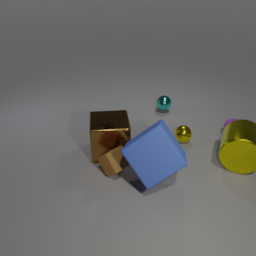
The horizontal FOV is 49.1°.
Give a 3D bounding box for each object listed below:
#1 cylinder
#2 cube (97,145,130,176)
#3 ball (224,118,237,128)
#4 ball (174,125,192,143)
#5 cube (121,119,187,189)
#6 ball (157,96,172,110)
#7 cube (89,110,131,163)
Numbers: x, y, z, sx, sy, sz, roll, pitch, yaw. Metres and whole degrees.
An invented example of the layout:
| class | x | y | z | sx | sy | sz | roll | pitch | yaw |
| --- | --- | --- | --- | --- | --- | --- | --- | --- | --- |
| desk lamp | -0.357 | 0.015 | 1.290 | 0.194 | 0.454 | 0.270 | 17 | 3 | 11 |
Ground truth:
| class | x | y | z | sx | sy | sz | roll | pitch | yaw |
| --- | --- | --- | --- | --- | --- | --- | --- | --- | --- |
| cylinder | 3.946 | 0.623 | 9.729 | 1.400 | 1.400 | 1.400 | 11 | 34 | 18 |
| cube | -0.449 | 1.087 | 9.230 | 0.700 | 0.700 | 0.700 | -28 | -1 | -35 |
| ball | 4.303 | -0.041 | 11.494 | 0.700 | 0.700 | 0.700 | 0 | 32 | 0 |
| ball | 2.178 | 0.233 | 11.048 | 0.700 | 0.700 | 0.700 | 0 | 32 | 0 |
| cube | 0.832 | 0.746 | 8.586 | 1.400 | 1.400 | 1.400 | -35 | 2 | 12 |
| ball | 1.687 | -1.169 | 13.108 | 0.700 | 0.700 | 0.700 | 0 | 32 | 0 |
| cube | -0.660 | 0.289 | 10.277 | 1.400 | 1.400 | 1.400 | -3 | 32 | -5 |
